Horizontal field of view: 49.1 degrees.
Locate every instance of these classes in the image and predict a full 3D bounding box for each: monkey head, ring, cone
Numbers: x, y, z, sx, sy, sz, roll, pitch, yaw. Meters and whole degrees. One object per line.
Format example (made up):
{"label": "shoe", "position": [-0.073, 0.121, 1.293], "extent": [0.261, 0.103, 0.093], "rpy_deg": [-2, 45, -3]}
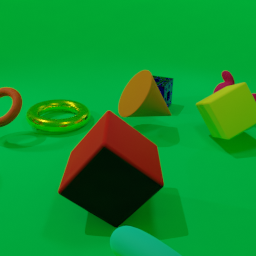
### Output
{"label": "monkey head", "position": [3.245, -0.879, 8.620], "extent": [1.223, 1.700, 1.025], "rpy_deg": [8, 7, 44]}
{"label": "ring", "position": [0.503, 1.770, 3.240], "extent": [1.730, 1.730, 0.346], "rpy_deg": [22, 60, 36]}
{"label": "ring", "position": [-2.233, -0.433, 9.058], "extent": [2.034, 0.407, 2.034], "rpy_deg": [3, 27, -2]}
{"label": "ring", "position": [-3.549, -0.583, 7.825], "extent": [1.269, 0.254, 1.269], "rpy_deg": [-6, 63, 12]}
{"label": "cone", "position": [0.754, -0.686, 8.312], "extent": [1.502, 1.496, 1.496], "rpy_deg": [27, 16, -28]}

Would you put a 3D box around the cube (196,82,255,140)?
{"label": "cube", "position": [2.706, -0.451, 7.592], "extent": [1.097, 1.097, 1.097], "rpy_deg": [-29, 5, -3]}

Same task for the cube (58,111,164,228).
{"label": "cube", "position": [-0.296, 0.751, 5.332], "extent": [1.331, 1.331, 1.331], "rpy_deg": [37, 22, -17]}

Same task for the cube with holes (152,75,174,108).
{"label": "cube with holes", "position": [0.959, -1.222, 10.021], "extent": [1.011, 1.011, 1.011], "rpy_deg": [12, 30, 22]}
